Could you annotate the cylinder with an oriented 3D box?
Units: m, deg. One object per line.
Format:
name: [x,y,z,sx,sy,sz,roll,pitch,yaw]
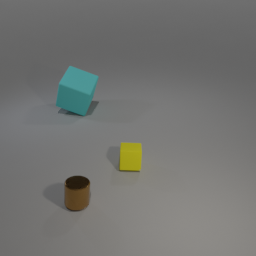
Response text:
cylinder: [-1.418,1.804,7.821,0.700,0.700,0.700,5,23,-2]

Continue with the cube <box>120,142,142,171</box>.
cube: [0.087,0.942,9.314,0.700,0.700,0.700,2,20,0]

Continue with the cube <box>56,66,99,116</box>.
cube: [-2.291,-1.666,12.643,1.400,1.400,1.400,20,46,-5]
